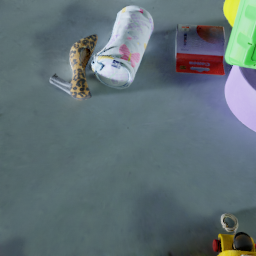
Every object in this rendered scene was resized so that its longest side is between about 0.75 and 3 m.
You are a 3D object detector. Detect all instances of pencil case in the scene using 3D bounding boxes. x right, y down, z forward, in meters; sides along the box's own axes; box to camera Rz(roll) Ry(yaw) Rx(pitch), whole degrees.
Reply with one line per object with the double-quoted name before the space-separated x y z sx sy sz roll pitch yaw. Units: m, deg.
"pencil case" -0.093 -2.375 8.100 1.206 1.105 2.658 21 57 0

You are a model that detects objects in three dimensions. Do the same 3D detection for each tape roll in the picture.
"tape roll" 4.055 -1.127 7.233 2.765 1.175 2.765 0 56 -1

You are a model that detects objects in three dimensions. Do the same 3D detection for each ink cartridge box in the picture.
"ink cartridge box" 2.197 -2.436 8.554 1.490 0.461 1.837 5 54 4

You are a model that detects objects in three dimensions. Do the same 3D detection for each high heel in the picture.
"high heel" -1.086 -1.703 7.831 1.426 0.714 2.000 30 77 26

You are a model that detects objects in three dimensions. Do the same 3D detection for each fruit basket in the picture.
"fruit basket" 2.065 -1.680 4.056 1.273 1.765 1.765 13 57 10

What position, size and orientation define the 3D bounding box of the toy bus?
"toy bus" 2.050 2.473 4.991 1.582 0.866 1.677 -34 63 -21
